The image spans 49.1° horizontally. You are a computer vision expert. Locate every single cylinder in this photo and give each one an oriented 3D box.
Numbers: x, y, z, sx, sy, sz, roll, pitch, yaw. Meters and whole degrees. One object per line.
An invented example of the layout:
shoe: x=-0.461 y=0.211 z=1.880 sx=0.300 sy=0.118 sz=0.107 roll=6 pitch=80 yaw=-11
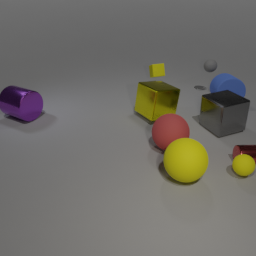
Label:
cylinder: x=4.936 y=-1.922 z=13.976 sx=1.400 sy=1.400 sz=1.400 roll=1 pitch=21 yaw=2
cylinder: x=-4.862 y=-1.131 z=12.759 sx=1.400 sy=1.400 sz=1.400 roll=16 pitch=33 yaw=26
cylinder: x=4.147 y=0.939 z=9.820 sx=0.700 sy=0.700 sz=0.700 roll=-1 pitch=29 yaw=-3

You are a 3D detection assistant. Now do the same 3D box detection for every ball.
ball: x=3.769 y=1.206 z=9.125 sx=0.700 sy=0.700 sz=0.700 roll=0 pitch=29 yaw=0
ball: x=1.584 y=0.159 z=10.430 sx=1.400 sy=1.400 sz=1.400 roll=0 pitch=29 yaw=0
ball: x=1.831 y=1.016 z=8.899 sx=1.400 sy=1.400 sz=1.400 roll=0 pitch=29 yaw=0
ball: x=4.388 y=-3.318 z=14.909 sx=0.700 sy=0.700 sz=0.700 roll=0 pitch=29 yaw=0

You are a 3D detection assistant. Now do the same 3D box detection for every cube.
cube: x=4.038 y=-0.650 z=11.858 sx=1.400 sy=1.400 sz=1.400 roll=-13 pitch=30 yaw=-19
cube: x=1.649 y=-3.272 z=15.964 sx=0.700 sy=0.700 sz=0.700 roll=-8 pitch=8 yaw=-11
cube: x=1.314 y=-1.272 z=12.806 sx=1.400 sy=1.400 sz=1.400 roll=-9 pitch=29 yaw=-33
